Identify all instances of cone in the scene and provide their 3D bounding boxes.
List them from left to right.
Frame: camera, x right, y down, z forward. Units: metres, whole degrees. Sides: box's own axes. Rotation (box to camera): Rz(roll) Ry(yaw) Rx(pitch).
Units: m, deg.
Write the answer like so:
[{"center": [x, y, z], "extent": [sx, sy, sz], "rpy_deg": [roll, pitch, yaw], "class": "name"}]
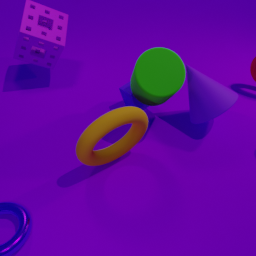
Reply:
[{"center": [2.030, -1.150, 7.856], "extent": [1.487, 1.493, 1.487], "rpy_deg": [-34, 13, 9], "class": "cone"}]

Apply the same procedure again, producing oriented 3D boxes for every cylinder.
[{"center": [0.739, -1.301, 7.404], "extent": [1.265, 1.265, 1.265], "rpy_deg": [0, 85, -4], "class": "cylinder"}]

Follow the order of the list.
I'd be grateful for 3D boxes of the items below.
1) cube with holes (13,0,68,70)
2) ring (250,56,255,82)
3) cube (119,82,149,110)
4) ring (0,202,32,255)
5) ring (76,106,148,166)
[{"center": [-2.924, -3.071, 9.398], "extent": [1.375, 1.375, 1.375], "rpy_deg": [12, 62, -25], "class": "cube with holes"}, {"center": [4.632, -1.865, 9.041], "extent": [1.349, 1.349, 0.270], "rpy_deg": [30, 53, 29], "class": "ring"}, {"center": [0.283, -1.003, 8.527], "extent": [0.713, 0.713, 0.713], "rpy_deg": [-34, 36, -16], "class": "cube"}, {"center": [-2.589, 2.028, 5.595], "extent": [1.293, 0.259, 1.293], "rpy_deg": [1, 38, -1], "class": "ring"}, {"center": [-0.344, 0.225, 6.550], "extent": [1.885, 1.885, 0.377], "rpy_deg": [-24, 62, -24], "class": "ring"}]
